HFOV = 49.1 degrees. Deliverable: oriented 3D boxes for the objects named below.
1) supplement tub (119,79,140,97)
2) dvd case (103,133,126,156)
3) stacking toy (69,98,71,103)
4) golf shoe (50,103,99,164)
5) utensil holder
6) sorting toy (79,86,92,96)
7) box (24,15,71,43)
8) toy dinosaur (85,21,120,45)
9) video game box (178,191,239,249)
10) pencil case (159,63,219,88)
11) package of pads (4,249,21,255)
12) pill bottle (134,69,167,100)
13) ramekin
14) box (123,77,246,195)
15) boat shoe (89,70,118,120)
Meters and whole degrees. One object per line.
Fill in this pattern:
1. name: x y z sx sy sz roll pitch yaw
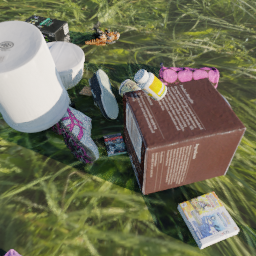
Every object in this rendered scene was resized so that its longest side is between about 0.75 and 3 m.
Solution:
1. supplement tub: 0.229 -1.356 10.824 1.011 0.733 0.733 35 56 28
2. dvd case: -0.450 0.549 9.475 0.632 0.095 0.865 -10 47 -10
3. stacking toy: -2.952 -0.867 10.421 1.445 1.056 1.056 -43 58 -11
4. golf shoe: -1.673 0.010 9.341 1.296 1.022 2.815 -29 53 -24
5. utensil holder: -3.158 -1.473 8.381 2.224 2.617 2.224 -1 57 2
6. sorting toy: -1.519 -1.451 11.342 0.769 0.113 0.568 13 43 17
7. box: -3.824 -4.241 13.065 1.907 1.416 1.185 15 49 14
8. toy dinosaur: -1.287 -4.519 13.805 1.767 0.903 1.199 -18 62 -44
9. video game box: 2.143 2.445 7.558 1.136 0.292 1.247 -14 48 -17
10. pencil case: 2.409 -2.057 11.359 2.320 1.053 1.087 3 21 0
11. package of pads: -2.126 3.753 5.958 2.127 0.805 1.282 24 51 21
12. pill bottle: 0.576 -1.136 7.299 0.488 0.866 0.488 -29 44 32
13. ramekin: -2.956 -2.524 11.668 2.370 1.104 2.370 0 47 0
14. box: 1.416 0.219 8.297 2.720 2.234 2.257 -11 48 -10
15. boat shoe: -0.975 -1.172 10.705 0.698 0.875 2.314 -33 51 25
